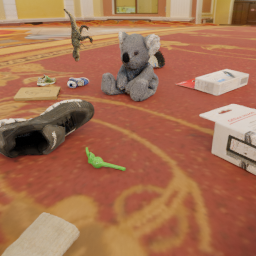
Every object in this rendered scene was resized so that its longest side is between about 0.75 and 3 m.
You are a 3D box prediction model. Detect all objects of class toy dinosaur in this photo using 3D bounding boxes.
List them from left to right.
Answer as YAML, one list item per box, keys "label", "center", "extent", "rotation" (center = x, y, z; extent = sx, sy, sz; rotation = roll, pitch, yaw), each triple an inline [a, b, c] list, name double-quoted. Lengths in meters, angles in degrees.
- label: "toy dinosaur"
  center: [-1.505, -2.908, 8.703]
  extent: [0.700, 1.589, 0.377]
  rotation: [-13, 9, -25]

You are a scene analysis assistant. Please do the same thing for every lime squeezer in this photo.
- label: "lime squeezer"
  center: [-0.702, 0.686, 6.384]
  extent: [1.374, 0.259, 0.485]
  rotation: [22, 32, 40]

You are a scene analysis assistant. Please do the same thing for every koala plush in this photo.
- label: "koala plush"
  center: [0.273, -2.541, 10.897]
  extent: [2.104, 2.373, 2.181]
  rotation: [16, 28, 32]

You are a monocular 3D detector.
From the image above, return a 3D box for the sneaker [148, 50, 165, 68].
- label: "sneaker"
  center: [0.927, -3.603, 14.994]
  extent: [2.922, 1.050, 1.059]
  rotation: [-15, 6, -43]

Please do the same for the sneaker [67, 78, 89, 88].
- label: "sneaker"
  center: [-2.131, -1.877, 11.973]
  extent: [0.907, 0.365, 0.664]
  rotation: [3, 35, -8]

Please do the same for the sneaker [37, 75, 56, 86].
- label: "sneaker"
  center: [-3.594, -2.158, 12.404]
  extent: [0.382, 0.441, 0.995]
  rotation: [16, 29, 31]

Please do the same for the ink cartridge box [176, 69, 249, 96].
- label: "ink cartridge box"
  center: [3.662, -2.129, 12.232]
  extent: [2.441, 0.546, 2.151]
  rotation: [-20, 32, -38]

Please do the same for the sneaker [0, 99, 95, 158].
- label: "sneaker"
  center: [-1.923, 0.069, 6.999]
  extent: [2.843, 0.945, 1.286]
  rotation: [-21, 34, -31]

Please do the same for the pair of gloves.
- label: "pair of gloves"
  center: [-1.905, 1.671, 3.410]
  extent: [2.195, 0.385, 1.866]
  rotation: [11, 29, 11]

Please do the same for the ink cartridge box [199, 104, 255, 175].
- label: "ink cartridge box"
  center: [3.044, 0.304, 6.435]
  extent: [1.508, 0.882, 2.599]
  rotation: [-16, 29, -31]

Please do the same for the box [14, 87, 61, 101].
- label: "box"
  center: [-3.503, -1.349, 10.962]
  extent: [1.573, 0.167, 1.286]
  rotation: [-2, 25, -6]
